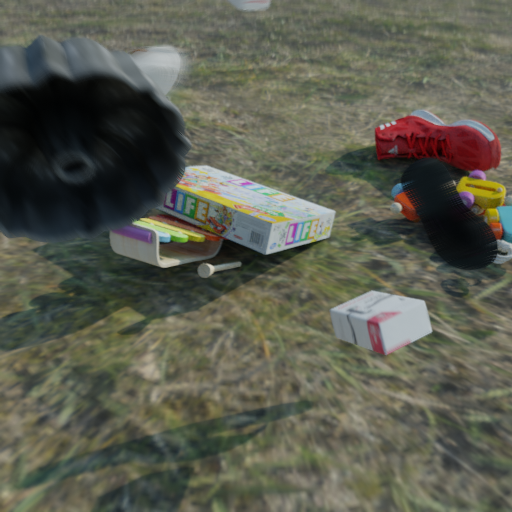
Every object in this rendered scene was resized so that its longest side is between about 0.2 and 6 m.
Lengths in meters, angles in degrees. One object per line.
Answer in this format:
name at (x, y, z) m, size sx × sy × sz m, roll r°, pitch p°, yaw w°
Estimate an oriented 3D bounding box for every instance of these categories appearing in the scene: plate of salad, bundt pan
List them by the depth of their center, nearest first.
bundt pan at (-2.428, -1.499, 7.146) m, size 2.987 × 2.987 × 1.121 m, roll -13°, pitch 59°, yaw -18°
plate of salad at (-2.058, -2.820, 9.365) m, size 0.449 × 1.870 × 1.870 m, roll 48°, pitch 48°, yaw 5°

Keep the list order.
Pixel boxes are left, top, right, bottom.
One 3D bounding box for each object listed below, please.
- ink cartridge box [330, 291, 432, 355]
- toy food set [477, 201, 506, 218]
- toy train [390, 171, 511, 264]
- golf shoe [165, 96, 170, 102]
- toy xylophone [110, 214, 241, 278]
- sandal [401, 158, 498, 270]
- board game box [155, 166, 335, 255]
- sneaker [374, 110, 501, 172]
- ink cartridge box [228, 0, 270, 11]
ink cartridge box at (1.337, 0.705, 6.127) m, size 0.660 × 0.384 × 0.906 m, roll -21°, pitch 11°, yaw -23°
toy food set at (4.675, -1.107, 11.629) m, size 1.002 × 0.246 × 1.012 m, roll 18°, pitch 38°, yaw 24°
toy train at (3.990, -0.652, 10.608) m, size 2.103 × 0.779 × 2.800 m, roll -27°, pitch 44°, yaw -18°
golf shoe at (-3.372, -3.367, 14.454) m, size 1.366 × 1.100 × 2.810 m, roll 6°, pitch 25°, yaw 32°
toy xylophone at (-1.232, -0.241, 9.461) m, size 1.836 × 0.630 × 2.508 m, roll 14°, pitch 11°, yaw 14°
sandal at (2.430, -0.381, 6.947) m, size 0.709 × 1.886 × 0.451 m, roll -40°, pitch 28°, yaw 15°
board game box at (-0.465, -0.983, 10.578) m, size 3.268 × 0.559 × 2.197 m, roll 23°, pitch 21°, yaw 30°
sneaker at (3.923, -2.441, 13.010) m, size 1.858 × 1.260 × 3.216 m, roll -21°, pitch 27°, yaw -15°
ink cartridge box at (-0.007, -5.798, 11.647) m, size 0.866 × 1.190 × 0.504 m, roll -25°, pitch 58°, yaw -41°
